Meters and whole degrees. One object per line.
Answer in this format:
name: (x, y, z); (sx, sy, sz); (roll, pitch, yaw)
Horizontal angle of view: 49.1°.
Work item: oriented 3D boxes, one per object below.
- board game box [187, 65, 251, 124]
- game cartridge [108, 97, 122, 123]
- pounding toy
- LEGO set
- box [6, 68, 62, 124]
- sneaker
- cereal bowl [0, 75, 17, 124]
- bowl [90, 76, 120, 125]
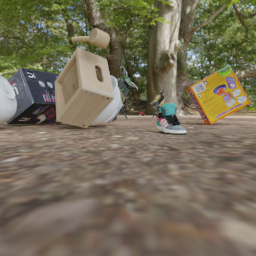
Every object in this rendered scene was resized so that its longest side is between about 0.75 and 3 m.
board game box: (3.186, -1.142, 10.130); (1.503, 1.501, 1.502); (-29, -2, 7)
game cartridge: (-0.468, -0.592, 9.356); (0.176, 0.846, 0.563); (24, 28, -27)
pounding toy: (-0.916, -1.423, 7.002); (1.001, 1.923, 2.189); (14, -41, -35)
LEGO set: (-0.142, -1.137, 10.533); (2.979, 1.934, 0.844); (26, 9, -17)
box: (-2.875, -0.994, 9.547); (1.477, 1.282, 2.416); (-31, -14, 28)
sneaker: (0.882, -0.205, 5.661); (0.400, 0.578, 0.958); (-1, 12, -23)
cereal bowl: (-3.202, -0.855, 6.787); (0.599, 1.439, 1.439); (-30, 1, 5)
bowl: (-0.901, -0.711, 8.672); (1.839, 1.839, 0.826); (3, -36, 44)
